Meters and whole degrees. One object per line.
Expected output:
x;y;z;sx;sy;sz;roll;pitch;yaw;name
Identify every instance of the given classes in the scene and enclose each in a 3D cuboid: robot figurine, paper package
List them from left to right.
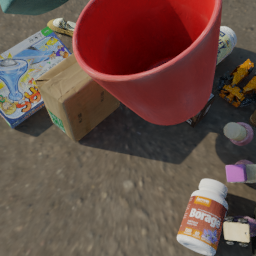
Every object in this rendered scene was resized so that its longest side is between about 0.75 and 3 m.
-1.265;-0.949;7.789;1.090;2.107;2.008;40;68;20;paper package
3.670;-1.374;8.928;1.339;0.538;1.847;41;68;20;robot figurine

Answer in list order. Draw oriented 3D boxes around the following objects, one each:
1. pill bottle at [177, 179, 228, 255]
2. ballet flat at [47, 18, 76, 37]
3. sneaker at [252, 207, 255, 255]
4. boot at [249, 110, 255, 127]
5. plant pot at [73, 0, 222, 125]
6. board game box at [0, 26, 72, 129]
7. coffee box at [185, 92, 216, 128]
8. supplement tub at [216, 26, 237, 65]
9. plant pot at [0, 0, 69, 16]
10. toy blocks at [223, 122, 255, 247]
1.864;2.108;6.782;0.916;0.916;1.632;21;63;11;pill bottle
-2.237;-3.730;10.230;1.716;0.541;0.589;24;64;13;ballet flat
3.644;2.364;6.747;1.021;0.707;1.692;14;67;11;sneaker
4.323;-0.724;8.540;0.587;0.601;1.594;36;66;20;boot
0.607;-1.425;5.752;2.728;2.414;2.728;-10;61;17;plant pot
-3.019;-1.618;8.708;2.887;0.498;1.954;-41;91;-20;board game box
1.591;-1.005;8.446;0.721;1.035;1.809;-40;69;-21;coffee box
2.870;-2.677;9.377;1.376;0.998;0.998;-41;68;-19;supplement tub
-2.242;-3.663;6.591;1.539;2.177;1.538;-19;89;-46;plant pot
3.849;1.242;6.849;2.698;2.430;2.887;-3;83;31;toy blocks
